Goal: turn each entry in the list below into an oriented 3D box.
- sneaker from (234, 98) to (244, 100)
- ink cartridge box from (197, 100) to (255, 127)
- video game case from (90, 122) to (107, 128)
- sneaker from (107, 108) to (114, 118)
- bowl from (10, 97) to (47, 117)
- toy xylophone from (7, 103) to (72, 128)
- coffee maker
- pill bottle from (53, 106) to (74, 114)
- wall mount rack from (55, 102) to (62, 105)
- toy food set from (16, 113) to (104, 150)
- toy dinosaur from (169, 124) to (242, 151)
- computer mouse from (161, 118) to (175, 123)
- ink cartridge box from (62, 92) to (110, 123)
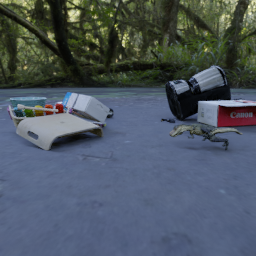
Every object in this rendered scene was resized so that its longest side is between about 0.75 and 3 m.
[{"bbox_3d":[6.505,-1.256,15.895,0.690,0.825,1.817,-2,11,-21],"label":"sneaker"},{"bbox_3d":[4.527,-0.623,11.989,2.331,0.977,2.047,-3,11,-16],"label":"ink cartridge box"},{"bbox_3d":[-1.416,-0.122,11.587,0.828,0.148,0.750,4,11,20],"label":"video game case"},{"bbox_3d":[-1.615,-0.719,14.007,1.654,0.624,0.952,1,-2,-43],"label":"sneaker"},{"bbox_3d":[-5.166,-1.093,14.647,1.806,0.945,1.806,0,11,0],"label":"bowl"},{"bbox_3d":[-3.224,-0.476,10.351,2.352,0.591,1.722,5,-29,-18],"label":"toy xylophone"},{"bbox_3d":[3.391,-1.378,13.404,2.673,2.567,1.800,-22,-1,-5],"label":"coffee maker"},{"bbox_3d":[-3.444,-1.003,15.104,1.093,0.606,0.606,-6,12,-30],"label":"pill bottle"},{"bbox_3d":[-3.755,-1.303,17.049,1.307,0.561,1.505,-7,12,-18],"label":"wall mount rack"},{"bbox_3d":[-2.163,0.144,9.178,1.654,0.696,2.305,22,23,34],"label":"toy food set"},{"bbox_3d":[2.422,0.179,8.176,2.308,0.548,1.017,4,22,-4],"label":"toy dinosaur"},{"bbox_3d":[1.819,-0.371,12.860,0.548,0.180,0.780,-1,10,-12],"label":"computer mouse"},{"bbox_3d":[-1.704,-0.818,11.189,1.577,0.677,1.155,16,-13,43],"label":"ink cartridge box"}]
